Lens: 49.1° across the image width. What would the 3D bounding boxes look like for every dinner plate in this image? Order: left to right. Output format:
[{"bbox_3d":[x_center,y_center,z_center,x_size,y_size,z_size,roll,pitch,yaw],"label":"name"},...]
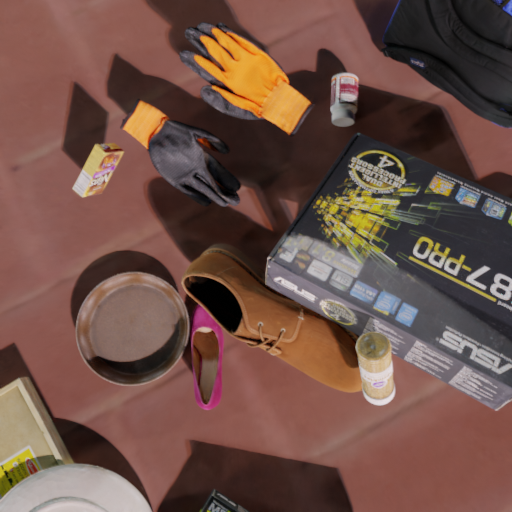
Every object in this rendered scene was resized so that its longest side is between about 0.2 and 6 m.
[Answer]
[{"bbox_3d":[-3.034,4.885,9.083,2.884,0.350,2.884,0,86,-7],"label":"dinner plate"}]

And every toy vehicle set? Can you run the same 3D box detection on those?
[{"bbox_3d":[-4.064,3.847,9.457,1.864,0.398,3.000,-31,81,-5],"label":"toy vehicle set"}]

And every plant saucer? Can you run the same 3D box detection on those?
[{"bbox_3d":[-2.173,1.286,9.967,1.987,0.319,1.987,0,81,0],"label":"plant saucer"}]

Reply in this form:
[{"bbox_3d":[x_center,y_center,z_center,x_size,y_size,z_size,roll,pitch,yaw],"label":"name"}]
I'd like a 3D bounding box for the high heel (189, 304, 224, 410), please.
[{"bbox_3d":[-0.884,1.689,9.605,0.614,0.874,1.823,0,80,0],"label":"high heel"}]

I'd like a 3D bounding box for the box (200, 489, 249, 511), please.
[{"bbox_3d":[-0.363,5.358,9.144,2.174,0.517,2.099,31,79,5],"label":"box"}]

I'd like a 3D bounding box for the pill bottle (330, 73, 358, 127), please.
[{"bbox_3d":[1.670,-2.949,10.624,0.506,0.506,0.887,4,80,1],"label":"pill bottle"}]

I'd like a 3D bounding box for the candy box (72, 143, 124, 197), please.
[{"bbox_3d":[-2.817,-1.532,10.006,0.277,0.573,0.982,41,115,8],"label":"candy box"}]

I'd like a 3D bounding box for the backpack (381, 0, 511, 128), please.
[{"bbox_3d":[4.372,-4.121,9.789,3.183,2.586,2.671,43,80,8],"label":"backpack"}]

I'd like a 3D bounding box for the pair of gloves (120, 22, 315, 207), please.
[{"bbox_3d":[-0.745,-2.419,9.927,2.585,0.359,2.902,39,109,-8],"label":"pair of gloves"}]

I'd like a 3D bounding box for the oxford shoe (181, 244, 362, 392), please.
[{"bbox_3d":[0.291,1.242,9.278,3.641,1.298,1.299,32,119,10],"label":"oxford shoe"}]

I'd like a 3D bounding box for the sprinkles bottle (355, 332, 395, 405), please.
[{"bbox_3d":[1.719,1.635,8.031,0.482,1.413,0.482,-8,50,10],"label":"sprinkles bottle"}]

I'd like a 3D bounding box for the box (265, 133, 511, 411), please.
[{"bbox_3d":[2.566,0.026,8.777,3.904,0.958,3.146,29,63,15],"label":"box"}]
